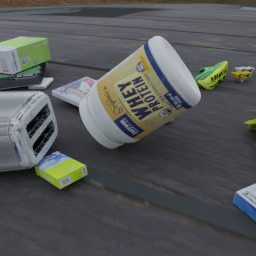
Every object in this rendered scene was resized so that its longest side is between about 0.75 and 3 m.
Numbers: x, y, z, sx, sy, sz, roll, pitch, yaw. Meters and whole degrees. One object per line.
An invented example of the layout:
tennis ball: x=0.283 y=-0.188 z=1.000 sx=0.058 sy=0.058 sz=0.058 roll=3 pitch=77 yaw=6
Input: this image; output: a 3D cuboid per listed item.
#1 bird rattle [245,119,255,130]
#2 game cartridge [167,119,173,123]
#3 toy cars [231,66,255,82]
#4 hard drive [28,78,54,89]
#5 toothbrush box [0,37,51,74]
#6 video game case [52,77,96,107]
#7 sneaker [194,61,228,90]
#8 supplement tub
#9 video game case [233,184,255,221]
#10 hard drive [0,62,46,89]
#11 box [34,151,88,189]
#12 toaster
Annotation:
bird rattle: x=4.477 y=0.247 z=7.636 sx=2.467 sy=1.390 sz=2.011 roll=27 pitch=49 yaw=18
game cartridge: x=0.932 y=-0.457 z=9.424 sx=0.770 sy=0.236 sz=1.157 roll=-6 pitch=29 yaw=-17
toy cars: x=5.267 y=-2.475 z=12.858 sx=0.860 sy=0.425 sz=1.917 roll=17 pitch=30 yaw=23
hard drive: x=-3.736 y=-1.929 z=12.090 sx=0.712 sy=0.142 sz=1.079 roll=1 pitch=29 yaw=6
toothbrush box: x=-4.878 y=-3.252 z=12.315 sx=1.734 sy=1.025 sz=2.382 roll=11 pitch=31 yaw=25
video game case: x=-1.382 y=-1.275 z=10.381 sx=2.098 sy=0.241 sz=1.911 roll=23 pitch=36 yaw=25
sneaker: x=3.662 y=-2.430 z=12.254 sx=1.005 sy=0.890 sz=2.404 roll=24 pitch=37 yaw=29
supplement tub: x=0.260 y=-0.811 z=7.293 sx=2.706 sy=1.954 sz=1.954 roll=-34 pitch=20 yaw=23
video game case: x=3.163 y=1.622 z=5.545 sx=1.369 sy=0.343 sz=1.510 roll=-14 pitch=32 yaw=-24
hard drive: x=-4.819 y=-2.523 z=12.616 sx=2.023 sy=0.548 sz=2.896 roll=-9 pitch=28 yaw=-8
box: x=-1.634 y=0.961 z=6.617 sx=0.769 sy=0.300 sz=1.261 roll=-25 pitch=27 yaw=-37
toaster: x=-2.934 y=0.066 z=6.861 sx=1.784 sy=1.569 sz=2.761 roll=-4 pitch=26 yaw=10
